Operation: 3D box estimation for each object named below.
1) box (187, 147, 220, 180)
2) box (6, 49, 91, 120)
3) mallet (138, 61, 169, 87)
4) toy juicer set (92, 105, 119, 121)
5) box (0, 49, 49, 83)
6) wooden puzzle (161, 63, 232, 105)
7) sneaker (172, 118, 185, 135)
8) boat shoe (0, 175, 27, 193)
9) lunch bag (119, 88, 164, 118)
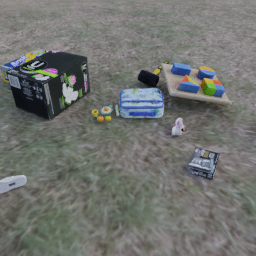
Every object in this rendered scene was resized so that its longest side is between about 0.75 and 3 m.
[{"bbox_3d":[2.326,1.064,8.605,0.788,0.249,0.999,15,40,21],"label":"box"},{"bbox_3d":[-3.089,-1.868,11.386,1.961,1.641,2.640,20,41,24],"label":"box"},{"bbox_3d":[1.290,-2.819,13.632,0.933,0.583,2.833,21,36,8],"label":"mallet"},{"bbox_3d":[-0.753,-0.596,10.583,1.094,0.298,0.696,-21,46,-18],"label":"toy juicer set"},{"bbox_3d":[-4.848,-3.017,13.641,0.891,0.818,2.544,19,40,23],"label":"box"},{"bbox_3d":[2.801,-2.006,11.641,2.529,0.632,2.730,7,36,-11],"label":"wooden puzzle"},{"bbox_3d":[1.847,-0.013,10.018,0.387,0.357,0.877,15,48,18],"label":"sneaker"},{"bbox_3d":[-3.395,1.558,7.928,1.016,0.360,0.355,-17,13,-16],"label":"boat shoe"},{"bbox_3d":[0.540,-0.967,10.992,1.739,0.717,1.398,1,39,2],"label":"lunch bag"}]
